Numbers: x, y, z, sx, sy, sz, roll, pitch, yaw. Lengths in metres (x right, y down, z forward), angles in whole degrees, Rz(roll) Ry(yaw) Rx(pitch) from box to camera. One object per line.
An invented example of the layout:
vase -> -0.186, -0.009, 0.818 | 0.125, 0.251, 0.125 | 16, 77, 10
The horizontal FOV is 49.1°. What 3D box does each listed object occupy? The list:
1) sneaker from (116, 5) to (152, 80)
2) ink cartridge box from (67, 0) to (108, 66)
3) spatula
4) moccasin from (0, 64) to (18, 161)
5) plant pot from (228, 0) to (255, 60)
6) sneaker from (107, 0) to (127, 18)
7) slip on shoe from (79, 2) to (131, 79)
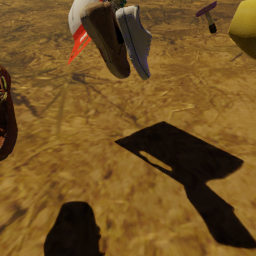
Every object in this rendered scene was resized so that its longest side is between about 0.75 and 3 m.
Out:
sneaker -> 0.174, -1.199, 3.981 | 0.374, 1.056, 0.386 | -16, 23, 15
ink cartridge box -> -1.136, -3.172, 7.517 | 0.707, 2.013, 2.477 | 29, 65, -23
spatula -> 1.575, -2.068, 5.393 | 0.400, 0.145, 1.414 | -25, -13, 20
moccasin -> -2.554, -0.423, 5.220 | 0.854, 0.901, 2.335 | -11, 58, 1
plant pot -> 3.687, -2.934, 7.989 | 1.321, 1.861, 1.861 | 25, 40, 16
sneaker -> -0.562, -3.225, 7.631 | 0.508, 1.310, 0.597 | 25, 28, -48
slip on shoe -> -0.273, -1.828, 6.059 | 0.628, 2.073, 0.788 | -15, 54, 17
